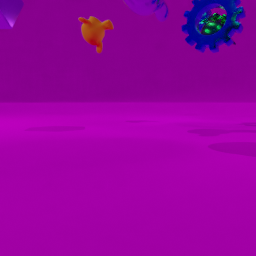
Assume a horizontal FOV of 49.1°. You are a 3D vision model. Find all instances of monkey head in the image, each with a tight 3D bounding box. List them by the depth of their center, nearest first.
[{"bbox_3d":[0.457,-3.552,6.897,1.396,1.169,1.940,-41,-34,19],"label":"monkey head"},{"bbox_3d":[2.826,-2.949,8.678,1.503,0.906,1.081,29,11,41],"label":"monkey head"},{"bbox_3d":[-1.136,-3.555,10.275,1.078,1.499,0.903,4,51,34],"label":"monkey head"}]

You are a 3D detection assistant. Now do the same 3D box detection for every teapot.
[{"bbox_3d":[2.524,-3.641,9.358,0.647,0.821,1.321,1,38,34],"label":"teapot"}]

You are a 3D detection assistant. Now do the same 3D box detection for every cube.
[{"bbox_3d":[-3.719,-3.480,7.683,1.052,1.052,1.052,5,-27,13],"label":"cube"}]

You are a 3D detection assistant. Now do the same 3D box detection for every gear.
[{"bbox_3d":[2.072,-2.624,6.898,1.488,1.488,0.275,4,-1,34],"label":"gear"}]
